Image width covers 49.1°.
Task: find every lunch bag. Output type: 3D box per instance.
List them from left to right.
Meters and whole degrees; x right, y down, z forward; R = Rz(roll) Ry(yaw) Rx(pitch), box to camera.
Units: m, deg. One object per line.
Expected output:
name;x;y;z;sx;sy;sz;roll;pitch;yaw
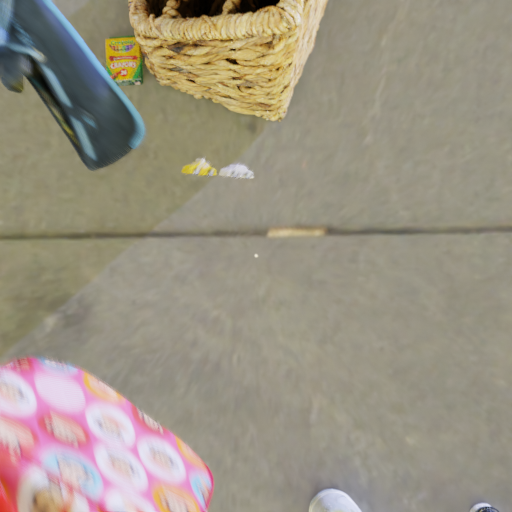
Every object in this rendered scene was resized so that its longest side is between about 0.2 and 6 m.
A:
lunch bag;-1.701;2.098;5.276;2.598;2.288;1.064;34;92;1

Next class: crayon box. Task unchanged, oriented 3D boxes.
crayon box;-2.123;-3.183;9.006;0.549;0.220;0.865;-5;81;-1

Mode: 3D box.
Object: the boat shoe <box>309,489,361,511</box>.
boat shoe;1.640;4.419;7.501;0.928;0.948;2.661;-37;83;-5

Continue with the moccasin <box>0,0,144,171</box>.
moccasin;-2.419;-2.158;6.175;0.936;1.105;2.746;-45;101;-15

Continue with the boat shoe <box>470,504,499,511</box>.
boat shoe;3.411;4.344;7.737;0.633;0.505;1.675;-21;82;-3

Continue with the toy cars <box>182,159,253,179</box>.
toy cars;-0.409;-0.945;6.053;0.768;0.344;0.170;5;96;0

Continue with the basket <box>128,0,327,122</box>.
basket;-0.213;-4.502;7.795;2.888;3.014;4.046;21;83;3
